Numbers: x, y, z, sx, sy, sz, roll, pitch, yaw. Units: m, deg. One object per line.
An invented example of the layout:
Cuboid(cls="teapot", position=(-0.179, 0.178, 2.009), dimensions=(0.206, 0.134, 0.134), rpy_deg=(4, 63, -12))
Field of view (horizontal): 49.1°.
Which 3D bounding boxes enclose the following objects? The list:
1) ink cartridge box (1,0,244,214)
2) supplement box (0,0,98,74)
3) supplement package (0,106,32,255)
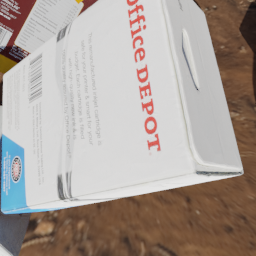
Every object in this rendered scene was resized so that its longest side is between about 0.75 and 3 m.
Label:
Cuboid(cls="ink cartridge box", position=(-0.325, -0.152, 3.218), dimensions=(2.611, 1.121, 1.912), rpy_deg=(-19, 69, 35))
Cuboid(cls="supplement box", position=(-2.158, -2.655, 5.254), dimensions=(2.852, 2.813, 1.894), rpy_deg=(-59, 35, 7))
Cuboid(cls="supplement package", position=(-3.059, 0.796, 4.186), dimensions=(2.906, 1.699, 1.704), rpy_deg=(1, 50, 4))
